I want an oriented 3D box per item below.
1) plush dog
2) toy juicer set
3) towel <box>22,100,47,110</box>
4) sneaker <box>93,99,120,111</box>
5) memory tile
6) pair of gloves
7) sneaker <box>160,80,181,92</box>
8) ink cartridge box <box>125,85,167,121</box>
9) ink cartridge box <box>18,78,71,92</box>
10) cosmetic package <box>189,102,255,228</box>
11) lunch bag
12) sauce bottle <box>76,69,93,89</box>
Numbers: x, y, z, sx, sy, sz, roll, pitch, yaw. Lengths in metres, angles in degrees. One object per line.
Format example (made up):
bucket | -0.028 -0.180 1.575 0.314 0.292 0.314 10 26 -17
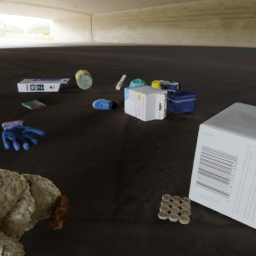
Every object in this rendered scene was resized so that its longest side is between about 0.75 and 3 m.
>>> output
plush dog | -1.955 1.198 4.725 1.997 1.602 1.715 14 1 34
toy juicer set | 0.346 -1.968 14.250 2.471 0.672 1.572 18 45 32
towel | -4.108 -1.021 12.269 0.731 0.108 0.997 -18 27 -38
sneaker | -0.872 -0.943 11.589 1.109 0.426 0.617 2 11 -12
memory tile | 0.915 1.549 5.414 0.593 0.065 0.774 5 20 13
pair of gloves | -3.935 0.349 8.331 2.732 0.311 2.196 -12 25 -27
sneaker | 2.238 -2.198 14.731 1.476 0.596 0.852 -12 21 -32
ink cartridge box | 0.720 -0.974 10.775 1.014 1.041 1.620 -13 23 -30
ink cartridge box | -4.488 -2.350 15.284 2.612 0.512 1.299 -2 20 -1
cosmetic package | 2.470 0.622 5.551 1.655 1.653 2.006 19 28 34
lunch bag | 2.169 -1.141 11.556 1.235 0.817 0.839 -10 22 -26
sauce bottle | -2.612 -2.956 16.336 0.889 0.889 2.747 -5 23 -12
